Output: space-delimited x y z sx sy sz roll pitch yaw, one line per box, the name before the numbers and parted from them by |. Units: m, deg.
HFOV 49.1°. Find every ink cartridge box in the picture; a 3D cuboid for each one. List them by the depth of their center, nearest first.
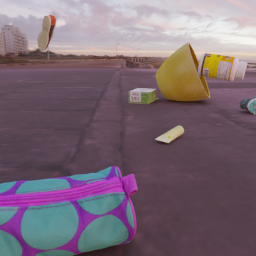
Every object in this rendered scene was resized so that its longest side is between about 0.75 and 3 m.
ink cartridge box | 0.814 -1.607 13.635 0.988 0.565 1.904 6 16 21

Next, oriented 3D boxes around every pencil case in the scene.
pencil case | -1.010 0.938 2.956 2.125 0.982 0.904 -4 45 -19

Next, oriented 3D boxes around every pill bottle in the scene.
pill bottle | 3.088 -1.980 9.182 1.427 0.780 0.780 15 19 20

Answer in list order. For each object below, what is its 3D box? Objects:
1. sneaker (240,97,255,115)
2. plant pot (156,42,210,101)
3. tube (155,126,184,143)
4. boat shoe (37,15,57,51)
sneaker | 5.312 -1.007 11.059 2.013 0.781 0.918 -4 11 -22
plant pot | 2.493 -2.379 13.390 1.950 2.747 2.747 -21 7 22
tube | 1.149 0.189 7.415 1.014 0.263 0.294 -25 -10 -48
boat shoe | -3.125 -3.675 10.867 0.518 1.456 0.456 34 34 11
